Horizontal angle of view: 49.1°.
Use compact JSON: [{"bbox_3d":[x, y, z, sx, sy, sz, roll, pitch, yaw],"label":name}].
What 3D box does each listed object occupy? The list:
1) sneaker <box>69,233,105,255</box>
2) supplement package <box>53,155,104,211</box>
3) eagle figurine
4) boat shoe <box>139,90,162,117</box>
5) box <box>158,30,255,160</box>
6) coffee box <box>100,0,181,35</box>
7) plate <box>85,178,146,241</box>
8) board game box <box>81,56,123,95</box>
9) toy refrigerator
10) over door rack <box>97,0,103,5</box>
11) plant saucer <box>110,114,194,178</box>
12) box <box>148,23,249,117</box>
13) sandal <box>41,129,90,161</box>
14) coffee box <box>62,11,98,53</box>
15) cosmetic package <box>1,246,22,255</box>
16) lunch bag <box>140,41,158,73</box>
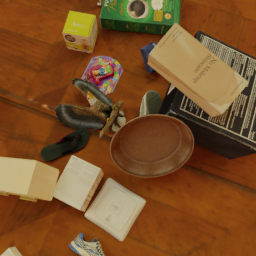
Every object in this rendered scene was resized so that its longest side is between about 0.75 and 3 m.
[{"bbox_3d":[-0.956,3.536,8.047,1.448,0.558,0.617,29,69,9],"label":"sneaker"},{"bbox_3d":[-1.485,1.684,8.437,0.981,0.974,1.292,24,73,8],"label":"supplement package"},{"bbox_3d":[-1.139,-0.684,9.204,2.103,1.587,1.596,19,30,34],"label":"eagle figurine"},{"bbox_3d":[0.703,-0.190,9.322,0.774,0.673,2.100,5,76,-19],"label":"boat shoe"},{"bbox_3d":[2.720,-0.907,8.712,2.843,1.766,2.866,24,72,-4],"label":"box"},{"bbox_3d":[0.510,-4.572,10.754,2.977,0.655,1.831,5,71,1],"label":"coffee box"},{"bbox_3d":[-0.388,2.459,8.572,1.421,0.230,1.424,31,74,9],"label":"plate"},{"bbox_3d":[-0.951,-1.968,10.046,1.273,0.314,1.611,22,73,7],"label":"board game box"},{"bbox_3d":[-3.533,1.415,7.987,2.856,1.084,0.999,2,69,22],"label":"toy refrigerator"},{"bbox_3d":[-1.926,-6.029,11.214,2.279,0.759,1.684,15,72,5],"label":"over door rack"},{"bbox_3d":[0.630,0.450,7.611,2.249,2.249,0.411,-4,38,-2],"label":"plant saucer"},{"bbox_3d":[1.709,-1.413,7.118,2.303,0.895,1.093,39,89,3],"label":"box"},{"bbox_3d":[-2.020,0.558,9.120,1.719,0.411,0.646,-29,74,-11],"label":"sandal"},{"bbox_3d":[-1.708,-3.484,10.212,0.982,0.973,0.984,12,71,4],"label":"coffee box"},{"bbox_3d":[-2.956,4.368,7.772,0.819,0.502,1.984,-43,76,-14],"label":"cosmetic package"},{"bbox_3d":[0.905,-2.494,9.757,0.680,0.699,1.028,-21,109,-7],"label":"lunch bag"}]
